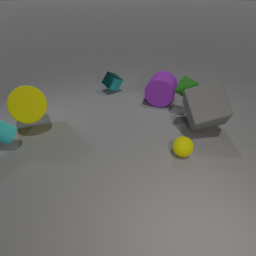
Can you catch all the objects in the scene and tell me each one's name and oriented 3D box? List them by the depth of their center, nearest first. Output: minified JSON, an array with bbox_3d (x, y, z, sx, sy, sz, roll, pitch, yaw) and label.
[{"bbox_3d":[1.867,0.634,9.510,0.700,0.700,0.700,0,28,0],"label":"ball"},{"bbox_3d":[-4.340,0.141,9.689,0.700,0.700,0.700,29,12,-34],"label":"cylinder"},{"bbox_3d":[2.967,-0.791,10.691,1.400,1.400,1.400,-15,-14,5],"label":"cube"},{"bbox_3d":[-3.899,-0.896,10.918,1.400,1.400,1.400,-9,6,-17],"label":"cylinder"},{"bbox_3d":[2.479,-1.720,11.933,0.700,0.700,0.700,31,1,2],"label":"cube"},{"bbox_3d":[1.625,-1.901,13.604,1.400,1.400,1.400,8,29,14],"label":"cylinder"},{"bbox_3d":[-0.822,-2.458,14.769,0.700,0.700,0.700,44,24,29],"label":"cube"}]
